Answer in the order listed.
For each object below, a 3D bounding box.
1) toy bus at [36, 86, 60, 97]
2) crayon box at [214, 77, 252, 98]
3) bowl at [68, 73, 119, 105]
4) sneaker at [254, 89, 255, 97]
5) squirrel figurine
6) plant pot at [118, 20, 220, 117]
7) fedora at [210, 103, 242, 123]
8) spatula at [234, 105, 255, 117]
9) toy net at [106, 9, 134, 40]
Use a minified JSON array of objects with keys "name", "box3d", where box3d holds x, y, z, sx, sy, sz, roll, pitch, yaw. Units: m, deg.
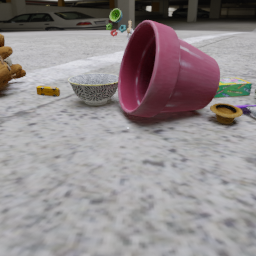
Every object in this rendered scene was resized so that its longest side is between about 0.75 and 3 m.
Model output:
[{"name":"toy bus","box3d":[-3.097,-1.452,10.947,0.975,0.317,0.382,5,23,14]},{"name":"crayon box","box3d":[3.793,-1.612,11.059,1.743,0.508,1.035,-5,24,-12]},{"name":"bowl","box3d":[-1.169,-1.347,9.983,1.856,0.871,1.856,1,23,0]},{"name":"sneaker","box3d":[4.845,-1.041,9.605,0.770,0.729,1.907,-1,15,16]},{"name":"squirrel figurine","box3d":[-5.723,-2.145,11.132,2.903,2.055,2.710,-19,36,-7]},{"name":"plant pot","box3d":[1.301,-1.613,8.700,2.474,2.764,2.764,8,19,-24]},{"name":"fedora","box3d":[2.904,-0.407,8.381,0.986,0.402,0.986,1,28,-1]},{"name":"spatula","box3d":[3.965,-0.353,8.385,0.812,0.295,2.873,-6,24,-13]},{"name":"toy net","box3d":[-0.183,-3.482,9.877,1.612,0.846,0.311,49,13,26]}]
